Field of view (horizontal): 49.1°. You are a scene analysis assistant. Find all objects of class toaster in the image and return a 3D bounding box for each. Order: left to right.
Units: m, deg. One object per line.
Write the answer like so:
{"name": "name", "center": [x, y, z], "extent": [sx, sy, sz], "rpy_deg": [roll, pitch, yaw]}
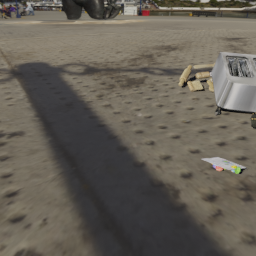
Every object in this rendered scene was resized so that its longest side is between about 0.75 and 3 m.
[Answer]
{"name": "toaster", "center": [3.651, -1.389, 8.694], "extent": [1.836, 1.205, 2.030], "rpy_deg": [5, 50, 3]}

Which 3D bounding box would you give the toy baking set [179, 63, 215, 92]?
{"name": "toy baking set", "center": [3.122, -2.061, 11.361], "extent": [1.872, 0.284, 2.438], "rpy_deg": [13, 44, 15]}

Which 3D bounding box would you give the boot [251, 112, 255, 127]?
{"name": "boot", "center": [3.421, -0.378, 6.900], "extent": [0.917, 1.326, 0.514], "rpy_deg": [-2, 52, 34]}

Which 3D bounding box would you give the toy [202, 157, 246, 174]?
{"name": "toy", "center": [1.956, 0.792, 5.790], "extent": [0.468, 0.192, 0.813], "rpy_deg": [-1, 7, -26]}
